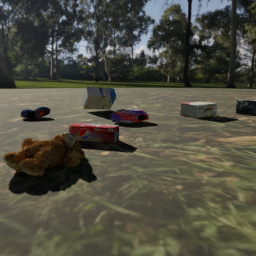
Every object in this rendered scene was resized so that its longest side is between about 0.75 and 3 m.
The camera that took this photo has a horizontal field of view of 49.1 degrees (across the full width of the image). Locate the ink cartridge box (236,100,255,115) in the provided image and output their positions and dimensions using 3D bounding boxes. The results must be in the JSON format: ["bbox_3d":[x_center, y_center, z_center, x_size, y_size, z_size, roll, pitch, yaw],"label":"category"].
[{"bbox_3d":[6.090,-1.019,13.793,1.436,0.714,0.282,6,12,35],"label":"ink cartridge box"}]

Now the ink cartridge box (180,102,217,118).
[{"bbox_3d":[3.369,-0.896,13.376,1.467,0.612,1.064,-8,13,-37],"label":"ink cartridge box"}]

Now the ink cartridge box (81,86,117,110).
[{"bbox_3d":[-1.579,-1.585,15.127,1.597,0.686,1.170,2,-35,-26],"label":"ink cartridge box"}]

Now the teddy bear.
[{"bbox_3d":[-1.634,0.486,5.808,1.326,0.611,1.829,13,16,43],"label":"teddy bear"}]

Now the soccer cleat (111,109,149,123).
[{"bbox_3d":[0.087,-0.460,11.363,1.599,0.546,0.585,-5,22,-26],"label":"soccer cleat"}]

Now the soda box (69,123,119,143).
[{"bbox_3d":[-0.983,0.134,8.161,1.415,0.449,0.495,3,11,15],"label":"soda box"}]

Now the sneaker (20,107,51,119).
[{"bbox_3d":[-4.100,-0.630,12.580,1.314,0.495,0.516,-16,24,-28],"label":"sneaker"}]
